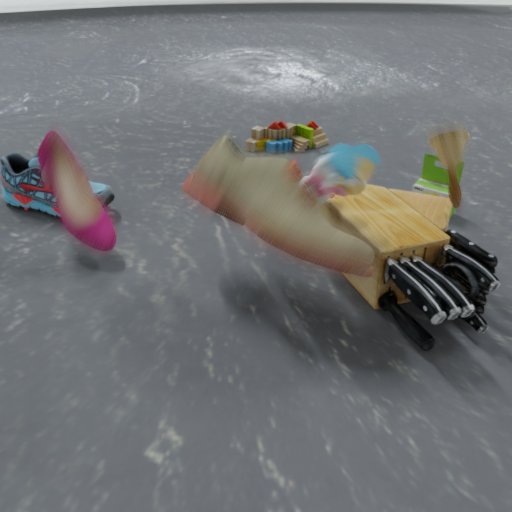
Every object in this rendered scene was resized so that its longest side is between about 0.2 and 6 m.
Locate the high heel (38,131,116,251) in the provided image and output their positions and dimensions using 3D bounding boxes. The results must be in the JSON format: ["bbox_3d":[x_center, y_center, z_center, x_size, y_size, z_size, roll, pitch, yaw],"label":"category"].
[{"bbox_3d":[-3.261,-1.186,10.307,0.784,1.117,2.328,-23,67,-33],"label":"high heel"}]

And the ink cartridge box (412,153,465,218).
[{"bbox_3d":[3.797,-1.464,11.834,0.885,1.198,0.454,20,38,28],"label":"ink cartridge box"}]

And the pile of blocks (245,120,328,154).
[{"bbox_3d":[0.851,-3.251,15.021,2.298,0.714,0.943,-11,35,-15],"label":"pile of blocks"}]

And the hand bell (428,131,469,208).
[{"bbox_3d":[3.294,-1.387,9.368,0.643,1.236,0.643,-14,24,7],"label":"hand bell"}]

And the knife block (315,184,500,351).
[{"bbox_3d":[2.121,0.053,9.490,3.726,1.192,3.271,14,35,20],"label":"knife block"}]

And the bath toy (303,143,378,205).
[{"bbox_3d":[1.310,-1.295,9.199,0.722,0.849,1.953,-43,3,-13],"label":"bath toy"}]

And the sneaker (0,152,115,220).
[{"bbox_3d":[-4.353,-1.588,11.931,2.709,1.294,1.074,9,34,13],"label":"sneaker"}]

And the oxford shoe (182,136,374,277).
[{"bbox_3d":[0.411,-0.875,8.904,3.653,1.366,1.287,31,4,25],"label":"oxford shoe"}]
